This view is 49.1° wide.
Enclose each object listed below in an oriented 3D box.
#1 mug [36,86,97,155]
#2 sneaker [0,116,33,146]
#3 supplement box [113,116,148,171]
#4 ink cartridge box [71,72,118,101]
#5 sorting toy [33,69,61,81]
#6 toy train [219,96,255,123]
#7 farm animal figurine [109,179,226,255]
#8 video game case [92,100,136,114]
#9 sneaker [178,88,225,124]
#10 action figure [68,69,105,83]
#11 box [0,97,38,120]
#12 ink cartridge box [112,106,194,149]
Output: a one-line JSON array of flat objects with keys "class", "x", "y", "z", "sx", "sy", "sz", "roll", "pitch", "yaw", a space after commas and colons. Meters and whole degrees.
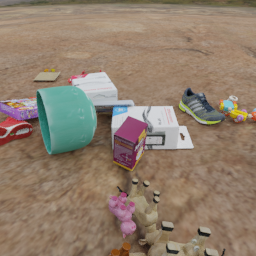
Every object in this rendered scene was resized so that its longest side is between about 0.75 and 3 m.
[{"class": "mug", "x": -2.137, "y": -0.427, "z": 9.667, "sx": 1.649, "sy": 2.191, "sz": 2.666, "roll": -11, "pitch": 32, "yaw": -23}, {"class": "sneaker", "x": -4.685, "y": 0.086, "z": 10.421, "sx": 1.979, "sy": 0.775, "sz": 1.143, "roll": -6, "pitch": 20, "yaw": -34}, {"class": "supplement box", "x": 0.066, "y": 0.488, "z": 8.592, "sx": 0.722, "sy": 1.399, "sz": 0.916, "roll": 23, "pitch": 50, "yaw": 18}, {"class": "ink cartridge box", "x": -1.596, "y": -1.671, "z": 12.945, "sx": 1.740, "sy": 0.999, "sz": 2.395, "roll": -9, "pitch": 32, "yaw": -14}, {"class": "sorting toy", "x": -4.540, "y": -3.009, "z": 16.039, "sx": 1.302, "sy": 0.234, "sz": 1.748, "roll": -3, "pitch": 30, "yaw": 4}, {"class": "toy train", "x": 4.745, "y": -0.646, "z": 11.730, "sx": 1.483, "sy": 0.549, "sz": 1.974, "roll": -15, "pitch": 37, "yaw": -27}, {"class": "farm animal figurine", "x": 0.585, "y": 2.486, "z": 5.738, "sx": 2.602, "sy": 1.372, "sz": 2.631, "roll": 19, "pitch": 26, "yaw": 8}, {"class": "video game case", "x": -0.568, "y": -0.837, "z": 11.289, "sx": 1.723, "sy": 0.190, "sz": 1.568, "roll": -2, "pitch": -9, "yaw": 8}, {"class": "sneaker", "x": 3.035, "y": -0.918, "z": 11.687, "sx": 0.896, "sy": 0.981, "sz": 2.425, "roll": -19, "pitch": 35, "yaw": -28}, {"class": "action figure", "x": -2.313, "y": -2.816, "z": 15.423, "sx": 2.180, "sy": 0.564, "sz": 0.713, "roll": -23, "pitch": 40, "yaw": -30}, {"class": "box", "x": -4.058, "y": -0.872, "z": 11.680, "sx": 1.462, "sy": 0.418, "sz": 2.137, "roll": 20, "pitch": 21, "yaw": 29}, {"class": "ink cartridge box", "x": 0.871, "y": -0.045, "z": 10.221, "sx": 2.867, "sy": 0.972, "sz": 1.663, "roll": 0, "pitch": 30, "yaw": -1}]
